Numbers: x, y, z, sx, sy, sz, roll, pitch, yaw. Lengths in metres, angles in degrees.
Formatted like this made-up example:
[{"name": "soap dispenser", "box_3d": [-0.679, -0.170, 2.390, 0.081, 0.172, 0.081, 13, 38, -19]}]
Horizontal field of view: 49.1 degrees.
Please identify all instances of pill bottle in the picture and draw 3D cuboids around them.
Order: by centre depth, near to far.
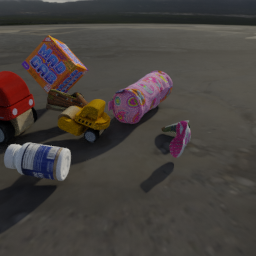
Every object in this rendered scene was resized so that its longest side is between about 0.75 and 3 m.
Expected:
[{"name": "pill bottle", "box_3d": [-1.794, 0.648, 5.581, 1.169, 0.649, 0.649, 8, 25, 5]}]

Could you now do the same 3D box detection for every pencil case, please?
[{"name": "pencil case", "box_3d": [0.475, -1.045, 8.936, 1.155, 1.155, 2.641, 13, 30, 27]}]

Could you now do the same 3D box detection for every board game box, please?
[{"name": "board game box", "box_3d": [-2.385, -2.020, 9.343, 1.304, 1.305, 1.304, 48, 11, 4]}]

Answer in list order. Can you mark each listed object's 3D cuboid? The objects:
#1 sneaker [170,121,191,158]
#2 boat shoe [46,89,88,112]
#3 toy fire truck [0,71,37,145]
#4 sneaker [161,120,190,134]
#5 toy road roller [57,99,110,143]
[{"name": "sneaker", "box_3d": [1.272, 0.300, 6.548, 0.356, 0.876, 0.386, 11, -15, 44]}, {"name": "boat shoe", "box_3d": [-1.515, -0.757, 8.413, 1.805, 0.614, 0.649, 6, 11, -35]}, {"name": "toy fire truck", "box_3d": [-3.783, -1.287, 7.432, 2.463, 2.798, 1.800, 7, 28, 18]}, {"name": "sneaker", "box_3d": [1.305, 0.057, 7.567, 0.806, 0.362, 0.270, -19, -11, 27]}, {"name": "toy road roller", "box_3d": [-1.097, -0.331, 7.279, 1.325, 0.967, 0.814, 22, 33, 9]}]
